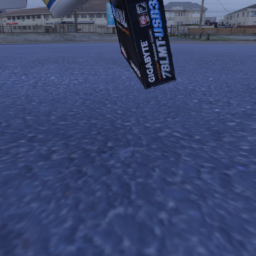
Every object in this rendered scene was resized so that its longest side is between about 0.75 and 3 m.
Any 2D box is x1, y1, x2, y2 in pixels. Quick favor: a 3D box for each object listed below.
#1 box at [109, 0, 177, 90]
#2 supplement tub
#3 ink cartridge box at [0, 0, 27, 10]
[{"bbox_3d":[0.035,-2.389,5.121,0.666,2.660,2.680,-14,29,-2],"label":"box"},{"bbox_3d":[-1.202,-2.693,4.506,1.064,1.471,1.064,-33,17,11],"label":"supplement tub"},{"bbox_3d":[-3.725,-3.367,5.775,2.082,1.213,2.879,-24,47,-36],"label":"ink cartridge box"}]
